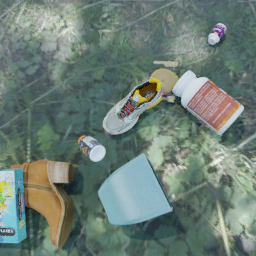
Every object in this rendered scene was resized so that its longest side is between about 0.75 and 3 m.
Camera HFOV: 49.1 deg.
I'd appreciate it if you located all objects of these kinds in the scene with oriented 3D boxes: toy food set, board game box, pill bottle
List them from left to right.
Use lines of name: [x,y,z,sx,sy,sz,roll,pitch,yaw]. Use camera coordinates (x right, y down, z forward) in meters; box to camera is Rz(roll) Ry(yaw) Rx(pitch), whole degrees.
board game box: [-4.426,2.590,9.430,1.783,0.554,2.362,-4,89,11]
pill bottle: [-1.150,0.577,8.548,0.541,0.541,1.018,-43,39,-12]
toy food set: [1.479,-1.903,11.575,1.165,0.339,1.688,6,83,8]
pill bottle: [2.977,-1.026,10.685,2.487,1.395,1.395,42,77,11]
pill bottle: [3.835,-4.051,12.128,0.499,0.499,0.887,33,75,10]

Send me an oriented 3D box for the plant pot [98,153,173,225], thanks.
plant pot: [0.176,2.248,9.448,1.990,1.948,1.954,-26,74,3]

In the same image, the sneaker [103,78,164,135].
sneaker: [0.156,-0.920,10.717,2.905,1.193,1.131,-43,78,-6]

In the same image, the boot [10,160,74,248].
boot: [-3.124,2.582,9.725,2.285,1.129,2.943,-2,83,7]
